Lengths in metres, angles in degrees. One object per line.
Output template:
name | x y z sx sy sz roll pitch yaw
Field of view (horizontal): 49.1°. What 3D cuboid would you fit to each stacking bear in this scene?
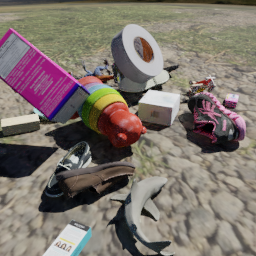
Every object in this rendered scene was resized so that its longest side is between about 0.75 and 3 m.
stacking bear | -0.682 -0.421 9.439 1.807 1.692 2.976 -11 37 -38

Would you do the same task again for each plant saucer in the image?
plant saucer | -2.927 -0.715 11.196 1.591 0.286 1.591 0 31 0

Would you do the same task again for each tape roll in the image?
tape roll | 0.434 -3.221 12.231 0.811 2.456 2.456 -24 9 43

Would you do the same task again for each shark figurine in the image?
shark figurine | 0.262 1.728 6.332 1.464 1.023 2.450 0 28 3

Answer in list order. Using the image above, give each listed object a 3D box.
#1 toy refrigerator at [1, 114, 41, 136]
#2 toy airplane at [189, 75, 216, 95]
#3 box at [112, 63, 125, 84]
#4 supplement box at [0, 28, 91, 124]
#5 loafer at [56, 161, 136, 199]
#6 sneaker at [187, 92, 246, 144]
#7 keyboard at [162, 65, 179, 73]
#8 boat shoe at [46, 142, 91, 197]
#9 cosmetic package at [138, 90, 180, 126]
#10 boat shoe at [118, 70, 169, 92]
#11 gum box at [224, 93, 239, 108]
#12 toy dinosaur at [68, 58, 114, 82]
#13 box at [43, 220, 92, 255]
toy refrigerator | -3.824 -0.116 10.035 1.259 0.440 0.478 -12 39 -18
toy airplane | 3.353 -1.810 12.491 1.262 0.891 1.256 -8 -4 11
box | -0.426 -2.480 12.288 0.190 0.859 0.688 9 37 25
supplement box | -2.695 -1.493 8.492 2.703 1.397 1.368 40 0 6
loafer | -0.781 1.371 7.361 2.164 0.768 0.790 -7 -10 -25
sneaker | 2.758 -0.345 9.959 1.372 1.137 2.877 -21 33 -12
keyboard | 1.553 -2.736 14.481 2.443 0.484 1.272 -20 3 -25
boat shoe | -1.661 1.080 7.788 0.753 0.601 1.991 8 31 13
cosmetic package | 1.221 -0.819 10.862 1.310 0.808 1.314 11 31 18
boat shoe | 0.692 -2.142 13.388 2.552 0.929 0.788 -15 -9 -15
gum box | 4.435 -1.174 11.984 0.476 0.278 0.839 13 33 20
toy dinosaur | -1.807 -2.529 13.636 2.186 1.265 2.409 -39 55 -23
box | -1.270 2.470 5.698 0.501 0.299 1.217 14 33 22
